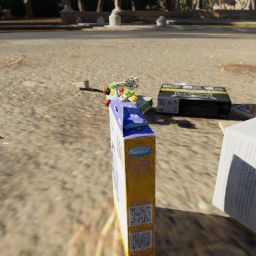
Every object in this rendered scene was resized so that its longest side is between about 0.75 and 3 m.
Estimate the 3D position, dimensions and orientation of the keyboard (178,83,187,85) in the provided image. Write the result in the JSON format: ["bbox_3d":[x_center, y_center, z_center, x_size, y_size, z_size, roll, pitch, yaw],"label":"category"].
[{"bbox_3d":[2.562,-1.684,12.291,0.580,0.110,2.060,-8,24,-7],"label":"keyboard"}]

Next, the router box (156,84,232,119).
[{"bbox_3d":[2.283,-1.011,9.950,2.408,0.629,1.894,5,23,11],"label":"router box"}]

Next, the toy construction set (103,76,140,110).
[{"bbox_3d":[-0.155,-1.125,9.359,1.243,0.873,1.896,-30,32,23],"label":"toy construction set"}]

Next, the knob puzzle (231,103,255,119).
[{"bbox_3d":[4.631,-0.643,9.614,1.886,0.262,1.886,0,23,0],"label":"knob puzzle"}]

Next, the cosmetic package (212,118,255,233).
[{"bbox_3d":[2.833,1.055,3.945,1.268,1.609,2.990,-14,28,-34],"label":"cosmetic package"}]

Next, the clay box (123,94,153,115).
[{"bbox_3d":[0.064,-0.869,9.810,1.429,0.340,0.821,18,46,37],"label":"clay box"}]

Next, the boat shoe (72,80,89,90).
[{"bbox_3d":[-2.091,-1.875,12.360,0.408,0.366,1.103,-19,16,-36],"label":"boat shoe"}]

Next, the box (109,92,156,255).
[{"bbox_3d":[0.043,0.629,4.123,0.463,2.232,1.329,-4,23,-10],"label":"box"}]

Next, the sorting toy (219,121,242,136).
[{"bbox_3d":[3.075,0.181,7.547,1.052,0.368,1.059,2,23,6],"label":"sorting toy"}]
